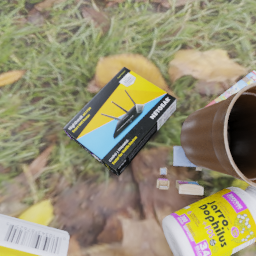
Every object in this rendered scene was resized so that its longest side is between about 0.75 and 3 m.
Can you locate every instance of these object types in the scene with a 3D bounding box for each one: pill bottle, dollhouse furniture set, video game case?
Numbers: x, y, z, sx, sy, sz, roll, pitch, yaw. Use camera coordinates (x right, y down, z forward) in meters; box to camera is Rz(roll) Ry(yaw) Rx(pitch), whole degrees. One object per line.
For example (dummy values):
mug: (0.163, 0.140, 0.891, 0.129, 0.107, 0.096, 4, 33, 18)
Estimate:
pill bottle: (1.852, 1.880, 5.545, 2.155, 1.123, 1.123, -22, 68, -11)
dollhouse furniture set: (1.168, 0.814, 6.077, 1.028, 0.711, 1.089, 3, 88, 4)
video game case: (3.032, -0.388, 7.103, 2.198, 0.192, 1.571, -35, 67, -15)

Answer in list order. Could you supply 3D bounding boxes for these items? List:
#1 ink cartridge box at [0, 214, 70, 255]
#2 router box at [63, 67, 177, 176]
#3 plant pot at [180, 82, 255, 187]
ink cartridge box: (-2.596, 2.272, 4.308, 2.586, 2.617, 0.615, 21, 24, -17)
router box: (-0.160, -0.223, 6.728, 1.668, 0.571, 2.236, 35, 72, 21)
plant pot: (1.982, 0.155, 5.304, 1.753, 1.736, 1.753, 1, 86, -20)
